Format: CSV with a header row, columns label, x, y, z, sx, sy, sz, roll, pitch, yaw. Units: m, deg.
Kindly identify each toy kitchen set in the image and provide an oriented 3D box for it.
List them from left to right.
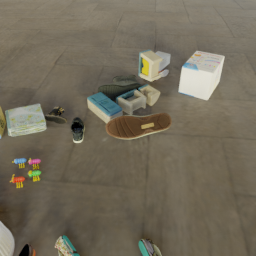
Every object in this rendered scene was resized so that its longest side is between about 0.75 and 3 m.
label,x,y,z,sx,sy,sz,roll,pitch,yaw
toy kitchen set,-0.164,-1.859,11.603,2.771,2.220,1.632,-27,47,-29

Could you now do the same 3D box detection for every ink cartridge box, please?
label,x,y,z,sx,sy,sz,roll,pitch,yaw
ink cartridge box,3.500,-2.576,13.143,1.428,1.392,2.222,19,43,22

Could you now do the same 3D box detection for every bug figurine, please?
label,x,y,z,sx,sy,sz,roll,pitch,yaw
bug figurine,-3.333,1.342,9.164,0.966,0.321,1.246,-8,39,-10

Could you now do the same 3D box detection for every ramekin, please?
label,x,y,z,sx,sy,sz,roll,pitch,yaw
ramekin,-3.700,2.883,6.857,1.574,0.826,1.574,0,39,0

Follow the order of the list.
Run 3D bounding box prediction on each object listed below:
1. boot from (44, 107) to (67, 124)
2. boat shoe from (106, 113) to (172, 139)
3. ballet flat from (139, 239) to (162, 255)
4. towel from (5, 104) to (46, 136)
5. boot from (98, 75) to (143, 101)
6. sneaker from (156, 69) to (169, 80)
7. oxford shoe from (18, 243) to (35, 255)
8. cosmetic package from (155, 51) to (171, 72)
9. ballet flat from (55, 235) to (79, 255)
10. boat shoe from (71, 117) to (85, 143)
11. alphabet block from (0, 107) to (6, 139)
label,x,y,z,sx,sy,sz,roll,pitch,yaw
boot,-2.835,-0.537,11.477,0.976,0.357,0.735,8,40,19
boat shoe,0.395,-0.052,10.618,2.438,0.900,0.902,-4,-1,-1
ballet flat,0.671,3.253,6.728,0.475,0.475,1.321,-11,41,-13
towel,-4.097,-0.333,11.198,1.426,0.401,1.666,-12,40,-20
boot,-0.464,-1.942,13.028,2.229,0.755,1.456,-7,34,-20
sneaker,1.568,-2.826,14.262,1.017,0.394,0.570,-26,47,-28
oxford shoe,-2.561,3.331,6.610,0.427,0.435,1.198,1,39,1
cosmetic package,1.568,-3.506,14.951,0.816,0.594,1.604,21,44,23
ballet flat,-1.420,3.188,6.897,0.389,0.460,1.216,-47,48,-7
boat shoe,-1.951,-0.053,10.766,0.529,0.470,1.417,-2,39,-3
alphabet block,-5.272,-0.202,10.581,0.939,0.944,0.961,-4,39,-8
